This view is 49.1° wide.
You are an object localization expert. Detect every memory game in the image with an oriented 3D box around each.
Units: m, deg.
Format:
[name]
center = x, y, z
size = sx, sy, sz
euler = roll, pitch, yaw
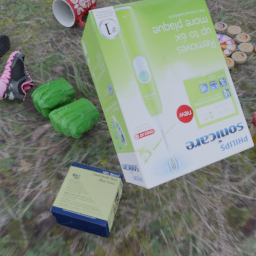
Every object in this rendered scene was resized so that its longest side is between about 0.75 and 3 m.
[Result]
[memory game]
center = 3.380, -3.211, 10.754
size = 2.701, 0.172, 2.701
euler = -4, 55, 6

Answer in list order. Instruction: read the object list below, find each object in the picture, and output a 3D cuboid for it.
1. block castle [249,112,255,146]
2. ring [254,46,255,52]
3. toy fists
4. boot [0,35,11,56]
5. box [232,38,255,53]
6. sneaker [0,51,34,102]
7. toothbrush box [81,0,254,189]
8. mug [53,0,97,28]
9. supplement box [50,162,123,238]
[block castle]
center = 4.888, 0.220, 7.675
size = 2.621, 1.230, 1.751
euler = -7, 53, -5
[ring]
center = 5.332, -3.006, 10.866
size = 0.846, 0.081, 0.846
euler = 0, 54, 0
[toy fists]
center = -2.010, -0.589, 8.576
size = 1.240, 0.836, 2.432
euler = -30, 57, -29
[boot]
center = -5.786, -2.818, 10.345
size = 1.677, 0.889, 2.548
euler = 18, 44, 17
[box]
center = 4.387, -3.244, 10.951
size = 0.920, 0.222, 0.729
euler = -32, 59, -22
[sneaker]
center = -3.711, -1.718, 9.566
size = 1.045, 0.866, 2.192
euler = 14, 50, -18
[toothbrush box]
center = 0.602, -0.655, 4.883
size = 2.033, 1.202, 2.791
euler = -17, 90, -17
[mug]
center = -2.116, -5.091, 12.027
size = 1.156, 1.538, 1.732
euler = -5, 36, 44
[supplement box]
center = -0.915, 1.710, 6.750
size = 1.318, 0.885, 1.317
euler = 12, 54, 9
